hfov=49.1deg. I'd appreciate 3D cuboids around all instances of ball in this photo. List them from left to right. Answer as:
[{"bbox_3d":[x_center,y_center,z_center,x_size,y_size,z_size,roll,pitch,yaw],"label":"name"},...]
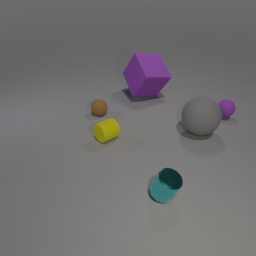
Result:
[{"bbox_3d":[-1.203,-0.857,11.687,0.700,0.700,0.700,0,31,0],"label":"ball"},{"bbox_3d":[2.654,-0.435,10.119,1.400,1.400,1.400,0,31,0],"label":"ball"},{"bbox_3d":[3.972,-0.802,11.315,0.700,0.700,0.700,0,31,0],"label":"ball"}]

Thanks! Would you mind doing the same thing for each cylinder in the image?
[{"bbox_3d":[-0.765,0.082,10.065,0.700,0.700,0.700,-24,39,-35],"label":"cylinder"},{"bbox_3d":[1.024,1.549,7.561,0.700,0.700,0.700,13,43,-12],"label":"cylinder"}]

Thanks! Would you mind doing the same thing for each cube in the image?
[{"bbox_3d":[0.830,-2.396,12.701,1.400,1.400,1.400,-5,62,-32],"label":"cube"}]
